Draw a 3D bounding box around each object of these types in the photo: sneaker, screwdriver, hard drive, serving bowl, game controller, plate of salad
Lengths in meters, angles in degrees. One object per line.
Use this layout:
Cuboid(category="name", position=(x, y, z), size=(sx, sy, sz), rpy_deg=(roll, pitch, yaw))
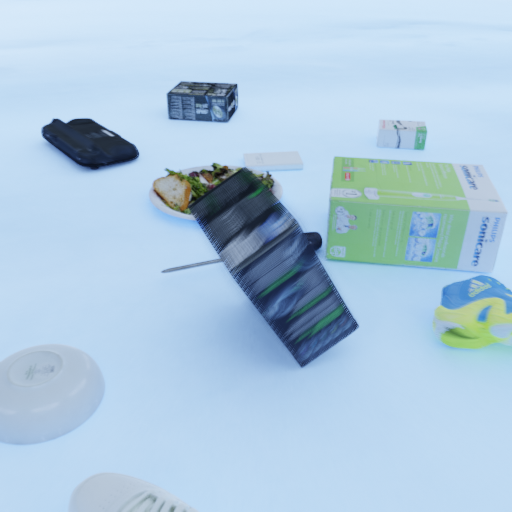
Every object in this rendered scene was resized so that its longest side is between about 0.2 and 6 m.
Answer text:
Cuboid(category="sneaker", position=(3.161, 0.651, 6.860), size=(1.917, 0.726, 1.007), rpy_deg=(5, 50, 11))
Cuboid(category="screwdriver", position=(-0.167, 0.038, 8.550), size=(2.606, 0.379, 0.364), rpy_deg=(-16, 34, -17))
Cuboid(category="hard drive", position=(0.353, -2.043, 12.084), size=(1.215, 0.160, 0.801), rpy_deg=(-3, 31, -5))
Cuboid(category="sneaker", position=(-0.575, 2.231, 4.227), size=(2.407, 0.969, 0.919), rpy_deg=(20, 38, 32))
Cuboid(category="serving bowl", position=(-2.368, 1.388, 6.119), size=(1.354, 0.445, 1.354), rpy_deg=(1, 31, 0))
Cuboid(category="game controller", position=(-3.799, -2.593, 12.731), size=(1.420, 0.573, 2.722), rpy_deg=(-10, 31, -39))
Cuboid(category="plate of salad", position=(-0.751, -1.331, 10.483), size=(2.510, 0.603, 2.510), rpy_deg=(0, 30, 0))

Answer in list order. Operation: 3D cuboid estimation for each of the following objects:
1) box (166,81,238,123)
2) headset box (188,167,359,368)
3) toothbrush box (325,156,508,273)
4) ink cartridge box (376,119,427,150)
Cuboid(category="box", position=(-1.408, -4.157, 15.056), size=(1.647, 0.709, 1.349), rpy_deg=(5, 31, 8))
Cuboid(category="headset box", position=(0.229, 0.165, 6.721), size=(0.888, 1.914, 1.667), rpy_deg=(-35, 36, -1))
Cuboid(category="toothbrush box", position=(2.430, -0.735, 9.001), size=(2.531, 1.090, 1.843), rpy_deg=(3, 31, 7))
Cuboid(category="ink cartridge box", position=(3.398, -2.856, 13.142), size=(1.097, 0.463, 0.801), rpy_deg=(5, 31, 9))
